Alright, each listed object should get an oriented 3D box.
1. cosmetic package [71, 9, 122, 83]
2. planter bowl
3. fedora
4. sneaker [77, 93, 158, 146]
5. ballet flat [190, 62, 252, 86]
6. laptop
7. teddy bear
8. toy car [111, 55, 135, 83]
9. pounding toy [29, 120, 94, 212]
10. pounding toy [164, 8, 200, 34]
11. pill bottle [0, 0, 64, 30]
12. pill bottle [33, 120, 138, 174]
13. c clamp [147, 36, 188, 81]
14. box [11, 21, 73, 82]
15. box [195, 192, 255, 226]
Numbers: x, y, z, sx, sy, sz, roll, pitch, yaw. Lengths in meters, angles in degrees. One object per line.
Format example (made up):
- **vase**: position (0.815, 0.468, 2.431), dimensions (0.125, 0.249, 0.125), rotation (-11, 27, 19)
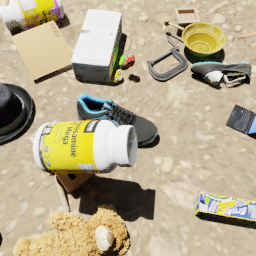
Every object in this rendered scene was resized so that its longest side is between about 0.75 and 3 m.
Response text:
- **cosmetic package**: position (-1.016, -2.886, 9.740), dimensions (1.288, 0.938, 2.534), rotation (7, 60, 4)
- **planter bowl**: position (2.631, -3.001, 9.972), dimensions (1.503, 0.626, 1.503), rotation (0, 60, 1)
- **fedora**: position (-4.260, -0.715, 8.383), dimensions (2.554, 1.166, 2.554), rotation (0, 60, 0)
- **sneaker**: position (-0.360, -0.231, 8.181), dimensions (2.574, 1.054, 0.942), rotation (16, 62, 8)
- **ballet flat**: position (3.133, -1.812, 9.297), dimensions (2.064, 0.702, 0.706), rotation (-3, 71, -1)
- **laptop**: position (3.684, -0.323, 8.534), dimensions (1.022, 0.528, 0.906), rotation (28, 64, 14)
- **teddy bear**: position (-1.318, 2.849, 6.553), dimensions (2.743, 0.916, 1.989), rotation (-5, 63, -2)
- **toy car**: position (-0.122, -2.133, 9.517), dimensions (0.270, 1.212, 1.140), rotation (32, 31, -23)
- **pounding toy**: position (-1.750, 1.020, 7.359), dimensions (1.168, 1.643, 1.513), rotation (-36, 53, -18)
- **pounding toy**: position (1.957, -3.858, 10.469), dimensions (1.282, 0.586, 1.126), rotation (-4, 61, -2)
- **pill bottle**: position (-3.582, -4.387, 10.449), dimensions (2.179, 1.136, 1.136), rotation (-24, 64, -13)
- **pill bottle**: position (-0.839, 0.392, 5.783), dimensions (1.948, 1.095, 1.095), rotation (-2, 60, 17)
- **c clamp**: position (1.325, -2.390, 9.896), dimensions (1.694, 0.229, 1.447), rotation (-38, 72, -21)
- **box**: position (-2.958, -2.749, 9.913), dimensions (1.682, 0.219, 2.058), rotation (-27, 72, -13)
- **box**: position (2.560, 2.080, 7.170), dimensions (1.590, 0.557, 0.511), rotation (9, 61, 5)
